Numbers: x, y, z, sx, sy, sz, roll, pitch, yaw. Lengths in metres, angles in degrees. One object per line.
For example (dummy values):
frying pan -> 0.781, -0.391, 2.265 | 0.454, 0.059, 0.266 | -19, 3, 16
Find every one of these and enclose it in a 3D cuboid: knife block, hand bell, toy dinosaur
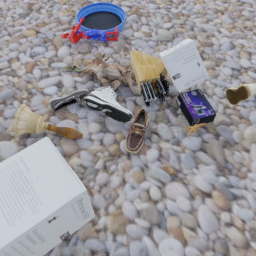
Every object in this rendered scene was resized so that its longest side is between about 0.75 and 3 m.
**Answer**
knife block -> 0.701, -2.079, 12.088 | 2.586, 0.827, 2.270 | 26, 60, 22
hand bell -> -2.925, 0.003, 10.631 | 2.453, 1.277, 1.277 | 15, 55, -3
toy dinosaur -> -0.702, -2.451, 12.320 | 2.706, 1.161, 1.834 | 24, 14, -5
toy dinosaur -> 2.382, 0.065, 10.363 | 1.183, 0.628, 0.357 | -33, 96, -28

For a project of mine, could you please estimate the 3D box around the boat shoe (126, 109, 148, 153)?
boat shoe -> 0.365, 0.068, 10.653 | 0.676, 0.675, 1.875 | 16, 56, 11

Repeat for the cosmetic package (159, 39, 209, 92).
cosmetic package -> 2.208, -2.513, 11.188 | 1.313, 1.592, 1.314 | -27, 17, 10

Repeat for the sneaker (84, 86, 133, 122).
sneaker -> -0.580, -1.135, 11.434 | 2.183, 0.824, 1.256 | 25, 60, 19

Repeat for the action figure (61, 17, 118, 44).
action figure -> -1.966, -4.993, 14.128 | 2.798, 0.913, 1.385 | -7, 71, -5

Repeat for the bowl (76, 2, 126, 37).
bowl -> -1.420, -5.796, 15.013 | 2.635, 0.517, 2.635 | 0, 54, 0

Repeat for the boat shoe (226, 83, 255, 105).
boat shoe -> 3.629, -1.112, 8.895 | 0.524, 1.613, 0.582 | -20, 89, -4

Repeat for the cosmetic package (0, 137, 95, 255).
cosmetic package -> -2.742, 2.189, 8.146 | 2.699, 2.225, 2.227 | -32, 60, -20

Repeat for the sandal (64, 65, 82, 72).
sandal -> -2.532, -2.801, 13.006 | 0.845, 0.241, 0.335 | 6, 54, 4

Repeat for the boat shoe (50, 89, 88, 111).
boat shoe -> -2.407, -1.120, 11.651 | 1.650, 0.552, 0.470 | -19, 69, -8

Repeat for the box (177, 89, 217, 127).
box -> 2.760, -0.834, 11.394 | 1.016, 0.568, 1.440 | -14, 55, -13
